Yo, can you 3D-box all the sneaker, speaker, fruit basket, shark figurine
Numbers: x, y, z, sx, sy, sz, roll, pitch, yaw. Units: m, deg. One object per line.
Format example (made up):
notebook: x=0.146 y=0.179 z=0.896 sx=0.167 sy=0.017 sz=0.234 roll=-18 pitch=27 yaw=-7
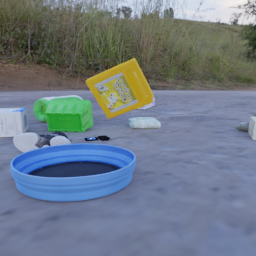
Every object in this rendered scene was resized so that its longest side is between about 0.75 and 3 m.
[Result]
sneaker: x=-2.332 y=0.389 z=7.861 sx=1.542 sy=0.582 sz=0.878 roll=5 pitch=9 yaw=-2
speaker: x=-3.319 y=-0.999 z=13.940 sx=1.194 sy=1.194 sz=2.700 roll=6 pitch=12 yaw=30
fruit basket: x=-2.290 y=-0.537 z=11.380 sx=1.932 sy=1.393 sz=1.932 roll=-2 pitch=28 yaw=1
shark figurine: x=5.144 y=-0.228 z=10.345 sx=1.180 sy=1.975 sz=0.824 roll=26 pitch=41 yaw=-23

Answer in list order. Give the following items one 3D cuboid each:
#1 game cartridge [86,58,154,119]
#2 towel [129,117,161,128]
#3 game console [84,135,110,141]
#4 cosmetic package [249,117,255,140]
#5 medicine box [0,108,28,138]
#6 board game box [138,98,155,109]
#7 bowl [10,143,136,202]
game cartridge: x=-0.280 y=-1.466 z=11.010 sx=2.160 sy=1.904 sz=0.350 roll=-19 pitch=28 yaw=22
towel: x=0.676 y=-0.235 z=11.982 sx=1.223 sy=0.344 sz=1.429 roll=-2 pitch=10 yaw=-4
game console: x=-1.037 y=0.355 z=9.334 sx=0.808 sy=0.097 sz=0.477 roll=-5 pitch=11 yaw=-24
cosmetic package: x=4.591 y=0.003 z=9.762 sx=0.553 sy=0.655 sz=1.268 roll=4 pitch=12 yaw=16
medicine box: x=-4.677 y=-0.217 z=10.288 sx=1.728 sy=0.889 sz=1.574 roll=-2 pitch=10 yaw=-13
board game box: x=0.162 y=-1.824 z=20.095 sx=2.971 sy=0.648 sz=2.985 roll=4 pitch=11 yaw=17
bowl: x=-1.051 y=0.808 z=5.657 sx=2.438 sy=0.479 sz=2.438 roll=0 pitch=10 yaw=0
